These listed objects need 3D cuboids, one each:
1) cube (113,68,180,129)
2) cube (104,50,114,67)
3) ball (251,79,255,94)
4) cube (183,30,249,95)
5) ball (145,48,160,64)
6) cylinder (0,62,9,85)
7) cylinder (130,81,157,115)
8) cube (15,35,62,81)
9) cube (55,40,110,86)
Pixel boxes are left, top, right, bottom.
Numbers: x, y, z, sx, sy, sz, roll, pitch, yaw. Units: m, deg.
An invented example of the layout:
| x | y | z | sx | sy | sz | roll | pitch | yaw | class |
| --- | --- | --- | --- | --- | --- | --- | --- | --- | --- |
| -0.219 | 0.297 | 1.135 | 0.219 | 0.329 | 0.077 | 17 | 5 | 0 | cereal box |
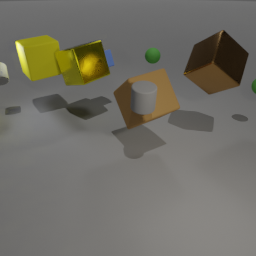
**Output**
| x | y | z | sx | sy | sz | roll | pitch | yaw | class |
| --- | --- | --- | --- | --- | --- | --- | --- | --- | --- |
| 0.577 | -0.927 | 9.210 | 1.400 | 1.400 | 1.400 | -21 | -2 | -25 | cube |
| -1.129 | -2.935 | 12.164 | 0.700 | 0.700 | 0.700 | -24 | 15 | -33 | cube |
| 5.197 | -1.637 | 10.929 | 0.700 | 0.700 | 0.700 | 0 | 28 | 0 | ball |
| 3.060 | -2.223 | 9.765 | 1.400 | 1.400 | 1.400 | 31 | -21 | -23 | cube |
| 1.109 | -3.248 | 12.590 | 0.700 | 0.700 | 0.700 | 0 | 28 | 0 | ball |
| -5.261 | -2.196 | 11.381 | 0.700 | 0.700 | 0.700 | -11 | 72 | -20 | cylinder |
| 0.431 | -0.844 | 7.759 | 0.700 | 0.700 | 0.700 | 2 | 38 | -1 | cylinder |
| -3.690 | -2.954 | 11.722 | 1.400 | 1.400 | 1.400 | -21 | 35 | -26 | cube |
| -1.802 | -2.582 | 11.216 | 1.400 | 1.400 | 1.400 | -30 | 24 | -35 | cube |
